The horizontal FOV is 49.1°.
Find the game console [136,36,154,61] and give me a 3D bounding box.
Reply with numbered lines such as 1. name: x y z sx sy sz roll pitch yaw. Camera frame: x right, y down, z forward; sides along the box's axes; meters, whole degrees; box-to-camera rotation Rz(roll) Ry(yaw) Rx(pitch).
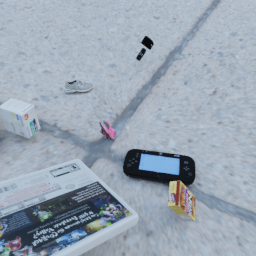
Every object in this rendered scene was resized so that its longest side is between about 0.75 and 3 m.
1. game console: 0.545 -2.749 9.774 0.847 0.499 0.102 -56 47 11

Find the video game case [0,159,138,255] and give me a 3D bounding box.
1. video game case: -1.483 1.557 5.355 2.538 0.296 2.307 -14 32 -37

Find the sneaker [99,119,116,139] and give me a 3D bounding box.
1. sneaker: -0.635 0.052 7.674 0.393 0.824 0.325 -3 55 24

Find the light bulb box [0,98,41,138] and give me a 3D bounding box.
1. light bulb box: -2.911 -0.266 7.566 0.823 0.815 0.513 17 43 20

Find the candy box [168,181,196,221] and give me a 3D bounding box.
1. candy box: 1.181 1.588 6.044 0.267 0.947 0.552 -10 51 29

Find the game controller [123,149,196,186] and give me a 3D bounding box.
1. game controller: 0.793 0.960 7.097 1.800 0.379 0.939 8 47 6

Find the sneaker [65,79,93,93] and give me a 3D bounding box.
1. sneaker: -1.613 -1.417 9.250 0.962 0.394 0.359 -11 35 -16
